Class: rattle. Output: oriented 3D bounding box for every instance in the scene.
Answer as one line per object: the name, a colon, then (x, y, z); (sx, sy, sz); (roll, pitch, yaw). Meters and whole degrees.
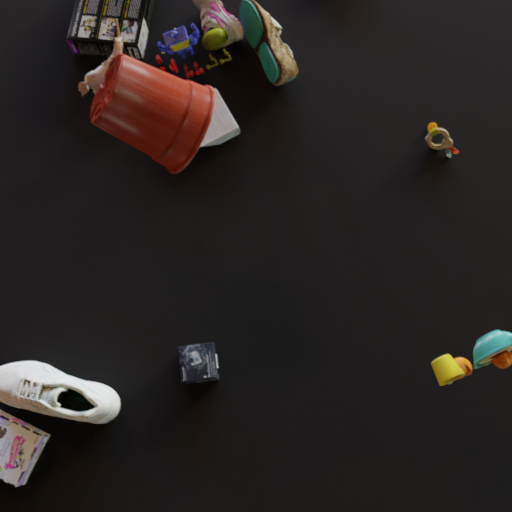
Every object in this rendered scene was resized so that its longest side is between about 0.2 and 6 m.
rattle: (3.977, -2.471, 11.994); (0.735, 0.525, 0.478); (27, 108, -8)

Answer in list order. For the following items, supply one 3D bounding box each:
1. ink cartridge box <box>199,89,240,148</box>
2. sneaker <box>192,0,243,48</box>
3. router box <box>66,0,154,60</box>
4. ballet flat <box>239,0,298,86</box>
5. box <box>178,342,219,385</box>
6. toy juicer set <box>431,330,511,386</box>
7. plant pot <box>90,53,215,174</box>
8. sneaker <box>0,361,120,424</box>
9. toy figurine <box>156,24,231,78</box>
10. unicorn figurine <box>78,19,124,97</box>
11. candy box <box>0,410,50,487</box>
ink cartridge box: (-1.200, -2.807, 12.018); (1.373, 0.325, 1.099); (-28, 76, -2)
sneaker: (-0.982, -5.299, 12.537); (0.673, 0.621, 1.526); (-39, 77, -12)
router box: (-3.205, -5.563, 12.640); (1.623, 0.556, 2.176); (7, 74, 2)
ballet flat: (0.306, -4.733, 12.426); (0.725, 0.783, 2.219); (-13, 76, -31)
box: (-1.078, 2.028, 10.557); (0.691, 0.406, 0.680); (-8, 74, -1)
toy juicer set: (3.787, 1.506, 8.727); (1.988, 1.265, 0.541); (-34, 62, 17)
plant pot: (-1.660, -2.267, 8.675); (1.481, 1.522, 1.522); (22, 72, -29)
sneaker: (-3.764, 2.431, 10.146); (2.501, 1.002, 0.880); (11, 76, 4)
toy figurine: (-1.471, -4.462, 11.909); (1.687, 1.010, 0.890); (-15, 78, 11)
unicorn figurine: (-2.411, -3.078, 9.191); (0.470, 0.875, 1.274); (40, 91, 0)
candy box: (-4.519, 3.458, 10.138); (1.156, 0.414, 0.970); (23, 75, 6)
